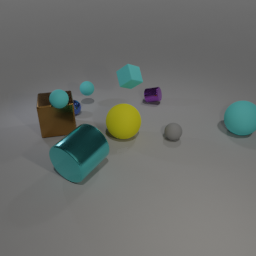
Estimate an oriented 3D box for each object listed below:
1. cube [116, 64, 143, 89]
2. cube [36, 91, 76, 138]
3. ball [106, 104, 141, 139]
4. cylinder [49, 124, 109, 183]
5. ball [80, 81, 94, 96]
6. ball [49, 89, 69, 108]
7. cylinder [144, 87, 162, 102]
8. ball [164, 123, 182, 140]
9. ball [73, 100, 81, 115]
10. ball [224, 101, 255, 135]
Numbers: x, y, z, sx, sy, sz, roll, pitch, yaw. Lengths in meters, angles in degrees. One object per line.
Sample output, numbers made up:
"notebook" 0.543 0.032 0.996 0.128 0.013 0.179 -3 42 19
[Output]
"cube" 0.063 -2.061 11.274 0.700 0.700 0.700 -25 -18 40
"cube" -2.942 -0.600 11.606 1.400 1.400 1.400 -7 31 -12
"ball" -0.178 -0.265 11.056 1.400 1.400 1.400 0 30 0
"cylinder" -1.552 0.793 9.044 1.400 1.400 1.400 18 42 29
"ball" -1.980 -1.909 13.534 0.700 0.700 0.700 0 30 0
"ball" -2.569 -1.084 10.432 0.700 0.700 0.700 0 30 0
"cylinder" 1.241 -1.652 13.900 0.700 0.700 0.700 -4 26 26
"ball" 1.785 0.139 11.024 0.700 0.700 0.700 0 30 0
"ball" -2.509 -0.948 12.911 0.700 0.700 0.700 0 30 0
"ball" 4.600 -0.400 11.277 1.400 1.400 1.400 0 30 0
